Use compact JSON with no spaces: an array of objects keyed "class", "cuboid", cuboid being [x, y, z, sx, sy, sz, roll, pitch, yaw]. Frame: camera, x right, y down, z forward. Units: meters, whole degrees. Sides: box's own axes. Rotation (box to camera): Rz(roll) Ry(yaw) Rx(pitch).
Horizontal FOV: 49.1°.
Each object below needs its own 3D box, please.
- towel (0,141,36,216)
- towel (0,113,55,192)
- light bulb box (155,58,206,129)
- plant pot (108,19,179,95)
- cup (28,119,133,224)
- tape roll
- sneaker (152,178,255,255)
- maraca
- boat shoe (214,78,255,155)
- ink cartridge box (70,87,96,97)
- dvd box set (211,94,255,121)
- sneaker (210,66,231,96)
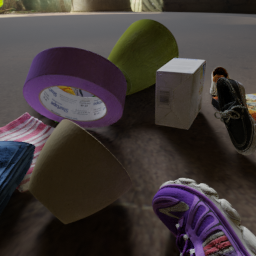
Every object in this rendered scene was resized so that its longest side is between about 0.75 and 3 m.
[{"class":"towel","cuboid":[-2.814,1.090,5.272,1.327,0.577,2.377,2,37,11]},{"class":"towel","cuboid":[-2.567,0.459,7.041,2.821,0.422,2.065,20,35,33]},{"class":"light bulb box","cuboid":[1.645,-1.129,8.696,1.090,1.731,1.747,11,28,22]},{"class":"plant pot","cuboid":[0.271,-2.490,11.006,2.591,2.591,2.769,15,45,27]},{"class":"cup","cuboid":[-0.997,0.924,5.053,1.795,1.795,1.284,25,63,40]},{"class":"tape roll","cuboid":[-1.357,-0.945,7.424,2.592,2.592,0.850,4,64,7]},{"class":"sneaker","cuboid":[1.100,1.781,3.781,1.218,1.178,2.921,-18,32,-20]},{"class":"maraca","cuboid":[-2.168,-0.811,9.054,1.099,0.857,1.603,1,52,-20]},{"class":"boat shoe","cuboid":[2.754,-0.382,7.302,0.760,0.821,2.225,16,62,-27]},{"class":"ink cartridge box","cuboid":[-1.600,-1.193,9.923,0.957,0.702,0.398,-6,16,-9]},{"class":"dvd box set","cuboid":[4.156,-0.712,9.450,2.153,0.317,1.575,-5,29,-9]},{"class":"sneaker","cuboid":[3.879,-2.113,11.476,0.846,0.984,2.323,7,27,18]}]
